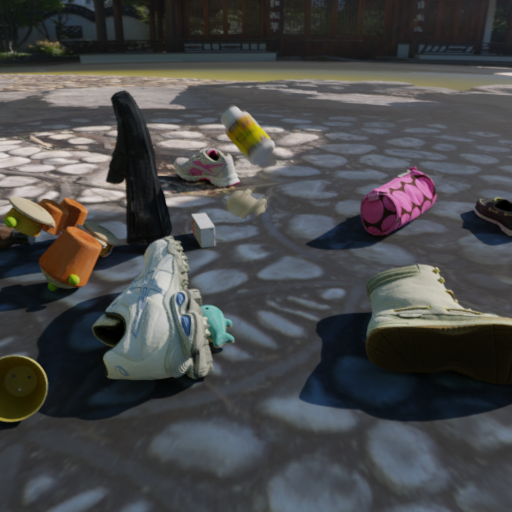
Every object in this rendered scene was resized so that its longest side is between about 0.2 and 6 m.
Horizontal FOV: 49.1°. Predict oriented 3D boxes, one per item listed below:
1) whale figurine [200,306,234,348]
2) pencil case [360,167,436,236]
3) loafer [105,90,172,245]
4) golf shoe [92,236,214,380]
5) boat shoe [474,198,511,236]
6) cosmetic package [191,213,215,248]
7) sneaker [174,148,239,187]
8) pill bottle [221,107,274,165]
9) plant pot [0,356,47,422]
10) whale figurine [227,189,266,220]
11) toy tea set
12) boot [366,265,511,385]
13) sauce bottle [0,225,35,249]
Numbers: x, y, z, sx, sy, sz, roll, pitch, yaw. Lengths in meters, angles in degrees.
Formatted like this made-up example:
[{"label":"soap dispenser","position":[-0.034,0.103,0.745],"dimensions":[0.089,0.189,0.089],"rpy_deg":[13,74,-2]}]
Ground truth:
[{"label":"whale figurine","position":[-0.663,1.045,8.385],"dimensions":[0.683,0.446,0.859],"rpy_deg":[-13,28,-27]},{"label":"pencil case","position":[3.206,-1.264,12.692],"dimensions":[1.042,1.076,2.296],"rpy_deg":[2,21,37]},{"label":"loafer","position":[-2.479,-1.685,11.095],"dimensions":[1.070,3.047,1.035],"rpy_deg":[-14,15,-11]},{"label":"golf shoe","position":[-1.679,0.674,8.376],"dimensions":[1.574,1.268,3.238],"rpy_deg":[-11,25,-11]},{"label":"boat shoe","position":[5.633,-1.010,12.743],"dimensions":[0.680,0.574,1.907],"rpy_deg":[-5,25,-10]},{"label":"cosmetic package","position":[-1.124,-0.547,11.886],"dimensions":[0.317,0.451,0.889],"rpy_deg":[-8,25,-16]},{"label":"sneaker","position":[-1.413,-2.611,15.805],"dimensions":[2.151,0.949,0.875],"rpy_deg":[14,28,28]},{"label":"pill bottle","position":[-0.202,-2.499,11.574],"dimensions":[0.645,0.645,1.181],"rpy_deg":[-25,69,-43]},{"label":"plant pot","position":[-2.971,1.602,6.952],"dimensions":[0.788,0.788,0.560],"rpy_deg":[-6,-2,-13]},{"label":"whale figurine","position":[-0.132,-0.735,8.107],"dimensions":[0.560,0.445,0.291],"rpy_deg":[5,-8,11]},{"label":"toy tea set","position":[-3.678,-0.233,10.583],"dimensions":[1.831,1.140,3.079],"rpy_deg":[34,5,-4]},{"label":"boot","position":[2.910,0.891,8.169],"dimensions":[2.613,0.942,2.021],"rpy_deg":[2,24,9]},{"label":"sauce bottle","position":[-5.382,-0.410,11.478],"dimensions":[1.639,0.530,0.530],"rpy_deg":[0,24,5]}]
